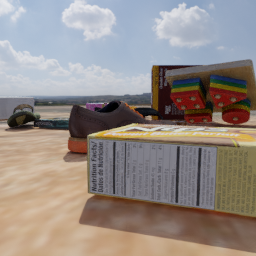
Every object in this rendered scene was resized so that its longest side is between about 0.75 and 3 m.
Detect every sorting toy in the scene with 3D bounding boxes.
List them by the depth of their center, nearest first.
[{"bbox_3d":[2.913,-0.965,9.477,2.643,0.925,2.659,-2,-27,30],"label":"sorting toy"}]

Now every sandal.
[{"bbox_3d":[0.245,-0.348,7.540,2.305,0.552,0.866,14,-1,-3],"label":"sandal"},{"bbox_3d":[-3.425,-0.445,9.148,0.882,0.634,2.220,-17,6,-10],"label":"sandal"}]

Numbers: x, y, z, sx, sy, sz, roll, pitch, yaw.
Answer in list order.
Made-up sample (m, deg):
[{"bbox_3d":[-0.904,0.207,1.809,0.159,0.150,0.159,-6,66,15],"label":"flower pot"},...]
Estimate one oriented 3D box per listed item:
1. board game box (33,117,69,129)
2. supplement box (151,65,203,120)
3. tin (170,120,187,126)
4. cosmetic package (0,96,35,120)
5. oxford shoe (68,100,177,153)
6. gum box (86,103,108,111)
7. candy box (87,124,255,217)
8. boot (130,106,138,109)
[{"bbox_3d":[-1.754,-0.150,8.859,1.978,0.279,1.338,2,6,20],"label":"board game box"},{"bbox_3d":[2.294,-1.615,12.915,2.443,2.409,1.622,0,6,3],"label":"supplement box"},{"bbox_3d":[1.150,-0.108,8.626,1.310,0.274,0.734,1,10,10],"label":"tin"},{"bbox_3d":[-5.725,-0.944,12.961,1.337,1.054,2.486,2,5,31],"label":"cosmetic package"},{"bbox_3d":[0.060,-0.077,5.095,2.347,0.851,0.835,-4,7,-36],"label":"oxford shoe"},{"bbox_3d":[-1.353,-0.822,13.370,1.240,0.722,2.185,-2,6,-7],"label":"gum box"},{"bbox_3d":[0.799,0.305,2.598,2.061,0.570,1.190,2,6,20],"label":"candy box"},{"bbox_3d":[0.234,-0.826,14.292,1.594,0.561,1.141,8,6,25],"label":"boot"}]
